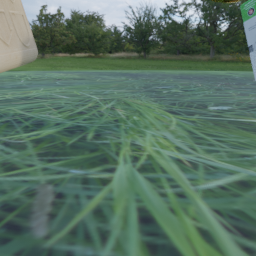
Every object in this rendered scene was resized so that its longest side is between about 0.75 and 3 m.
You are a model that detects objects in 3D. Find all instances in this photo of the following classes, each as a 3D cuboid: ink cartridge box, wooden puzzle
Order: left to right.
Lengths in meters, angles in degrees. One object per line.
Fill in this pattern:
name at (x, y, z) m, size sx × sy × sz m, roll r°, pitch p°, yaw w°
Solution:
wooden puzzle at (-2.167, -1.960, 4.601) m, size 0.452 × 1.951 × 1.807 m, roll -8°, pitch 19°, yaw 4°
ink cartridge box at (3.918, -2.419, 7.113) m, size 0.909 × 2.163 × 1.578 m, roll -13°, pitch 2°, yaw -20°

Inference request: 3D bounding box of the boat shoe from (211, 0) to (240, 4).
boat shoe at (2.308, -3.057, 5.342) m, size 0.963 × 1.073 × 2.900 m, roll 0°, pitch 25°, yaw 43°
